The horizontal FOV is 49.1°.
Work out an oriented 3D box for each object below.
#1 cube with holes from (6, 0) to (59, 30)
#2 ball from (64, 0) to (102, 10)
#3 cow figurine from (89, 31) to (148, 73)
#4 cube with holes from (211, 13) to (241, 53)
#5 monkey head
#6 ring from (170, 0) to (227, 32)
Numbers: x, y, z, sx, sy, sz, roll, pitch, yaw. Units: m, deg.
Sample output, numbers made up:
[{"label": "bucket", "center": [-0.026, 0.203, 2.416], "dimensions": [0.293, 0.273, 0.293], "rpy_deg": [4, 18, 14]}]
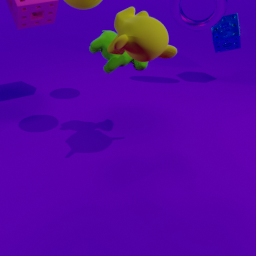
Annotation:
[{"label": "cube with holes", "center": [-2.770, -3.691, 7.946], "dimensions": [1.130, 1.130, 1.130], "rpy_deg": [-21, -4, -24]}, {"label": "ball", "center": [-0.893, -2.857, 5.433], "dimensions": [1.028, 1.028, 1.028], "rpy_deg": [0, 29, 0]}, {"label": "cow figurine", "center": [-0.098, -1.735, 6.281], "dimensions": [1.199, 1.219, 0.669], "rpy_deg": [-38, 10, -8]}, {"label": "cube with holes", "center": [3.545, -3.406, 10.131], "dimensions": [0.902, 0.902, 0.902], "rpy_deg": [-6, -15, 22]}, {"label": "monkey head", "center": [0.151, -1.596, 5.301], "dimensions": [1.610, 1.158, 0.970], "rpy_deg": [-5, 60, -44]}, {"label": "ring", "center": [2.287, -4.020, 9.160], "dimensions": [1.829, 1.829, 0.366], "rpy_deg": [10, 50, 17]}]
